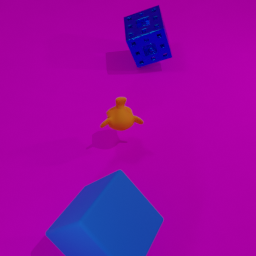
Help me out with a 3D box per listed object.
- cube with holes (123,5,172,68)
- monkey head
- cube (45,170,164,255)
[{"bbox_3d":[0.664,-3.019,9.327,1.230,1.230,1.230,-14,55,14],"label":"cube with holes"},{"bbox_3d":[-0.177,-0.331,7.189,1.140,0.820,0.687,-5,55,-13],"label":"monkey head"},{"bbox_3d":[-0.425,1.872,5.334,1.357,1.357,1.357,50,44,-8],"label":"cube"}]
